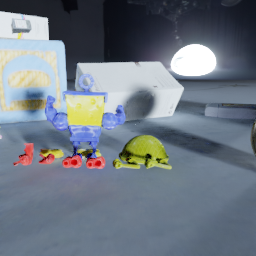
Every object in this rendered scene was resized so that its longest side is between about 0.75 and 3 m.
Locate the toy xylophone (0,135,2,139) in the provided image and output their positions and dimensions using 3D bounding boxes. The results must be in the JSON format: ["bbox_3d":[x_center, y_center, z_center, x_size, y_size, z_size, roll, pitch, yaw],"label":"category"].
[{"bbox_3d":[-3.052,0.173,5.829,0.779,0.196,0.570,-6,13,-28],"label":"toy xylophone"}]

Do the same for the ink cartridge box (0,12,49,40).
[{"bbox_3d":[-3.377,-2.917,8.221,1.230,0.714,1.667,11,17,40],"label":"ink cartridge box"}]

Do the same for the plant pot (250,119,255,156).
[{"bbox_3d":[2.450,0.232,3.538,1.253,1.253,1.147,-2,23,-10],"label":"plant pot"}]

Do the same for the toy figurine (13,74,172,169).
[{"bbox_3d":[-0.460,-0.142,4.071,2.222,1.331,1.172,1,0,-1],"label":"toy figurine"}]

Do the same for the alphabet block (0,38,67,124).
[{"bbox_3d":[-3.230,-1.472,8.659,2.271,2.283,2.325,-4,12,-26],"label":"alphabet block"}]

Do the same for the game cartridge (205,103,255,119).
[{"bbox_3d":[3.505,-0.556,8.989,1.989,0.413,1.325,3,8,16],"label":"game cartridge"}]

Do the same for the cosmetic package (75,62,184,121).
[{"bbox_3d":[-0.028,-1.072,8.110,2.738,1.111,1.545,-7,45,-27],"label":"cosmetic package"}]
